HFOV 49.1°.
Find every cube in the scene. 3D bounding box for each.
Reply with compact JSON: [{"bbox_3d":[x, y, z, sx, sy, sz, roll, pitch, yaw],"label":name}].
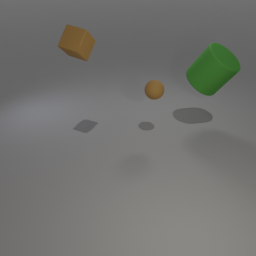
[{"bbox_3d":[-1.487,-2.481,8.205,0.700,0.700,0.700,21,-2,17],"label":"cube"}]

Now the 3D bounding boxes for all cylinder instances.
[{"bbox_3d":[3.119,-2.148,10.339,1.400,1.400,1.400,19,48,-22],"label":"cylinder"}]

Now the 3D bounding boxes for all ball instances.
[{"bbox_3d":[0.933,-1.350,9.898,0.700,0.700,0.700,0,29,0],"label":"ball"}]
